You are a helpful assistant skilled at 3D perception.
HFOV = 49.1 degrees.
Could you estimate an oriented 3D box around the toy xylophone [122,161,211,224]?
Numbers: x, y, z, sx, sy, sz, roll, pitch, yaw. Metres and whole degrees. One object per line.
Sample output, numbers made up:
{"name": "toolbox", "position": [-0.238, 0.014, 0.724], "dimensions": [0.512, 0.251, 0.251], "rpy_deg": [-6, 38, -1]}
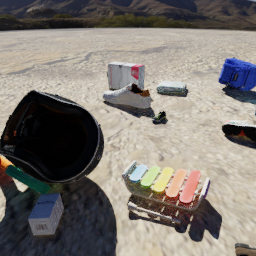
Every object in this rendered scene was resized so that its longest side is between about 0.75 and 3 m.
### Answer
{"name": "toy xylophone", "position": [0.927, 1.591, 7.286], "dimensions": [2.310, 0.580, 1.691], "rpy_deg": [7, 26, 15]}

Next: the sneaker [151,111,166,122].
{"name": "sneaker", "position": [1.330, -0.535, 12.074], "dimensions": [0.326, 0.376, 0.909], "rpy_deg": [21, 32, 37]}

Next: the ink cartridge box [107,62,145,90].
{"name": "ink cartridge box", "position": [-0.108, -2.927, 15.893], "dimensions": [1.970, 1.431, 0.821], "rpy_deg": [13, 28, 26]}

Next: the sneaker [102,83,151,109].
{"name": "sneaker", "position": [-0.079, -1.753, 13.808], "dimensions": [2.671, 1.131, 0.972], "rpy_deg": [11, 29, 26]}

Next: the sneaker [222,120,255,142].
{"name": "sneaker", "position": [4.539, 0.001, 10.630], "dimensions": [1.779, 0.626, 0.832], "rpy_deg": [12, 33, 30]}

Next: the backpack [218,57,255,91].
{"name": "backpack", "position": [6.236, -2.882, 15.687], "dimensions": [2.007, 1.631, 1.684], "rpy_deg": [28, 34, 30]}

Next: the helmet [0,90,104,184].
{"name": "helmet", "position": [-1.949, 0.342, 7.737], "dimensions": [2.464, 2.585, 2.585], "rpy_deg": [31, 8, -32]}

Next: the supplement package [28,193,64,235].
{"name": "supplement package", "position": [-1.884, 1.990, 6.525], "dimensions": [0.500, 0.502, 0.856], "rpy_deg": [-6, 24, 5]}

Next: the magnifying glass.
{"name": "magnifying glass", "position": [-3.074, 1.205, 7.733], "dimensions": [2.894, 1.152, 0.324], "rpy_deg": [8, 64, 47]}

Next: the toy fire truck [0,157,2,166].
{"name": "toy fire truck", "position": [-4.397, 1.251, 7.730], "dimensions": [1.773, 0.994, 1.489], "rpy_deg": [-21, 53, -26]}

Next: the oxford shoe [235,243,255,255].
{"name": "oxford shoe", "position": [2.580, 2.589, 5.606], "dimensions": [0.835, 0.303, 0.352], "rpy_deg": [3, 36, 19]}

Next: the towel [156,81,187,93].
{"name": "towel", "position": [2.503, -2.321, 15.900], "dimensions": [1.592, 0.383, 1.363], "rpy_deg": [8, 23, 16]}
